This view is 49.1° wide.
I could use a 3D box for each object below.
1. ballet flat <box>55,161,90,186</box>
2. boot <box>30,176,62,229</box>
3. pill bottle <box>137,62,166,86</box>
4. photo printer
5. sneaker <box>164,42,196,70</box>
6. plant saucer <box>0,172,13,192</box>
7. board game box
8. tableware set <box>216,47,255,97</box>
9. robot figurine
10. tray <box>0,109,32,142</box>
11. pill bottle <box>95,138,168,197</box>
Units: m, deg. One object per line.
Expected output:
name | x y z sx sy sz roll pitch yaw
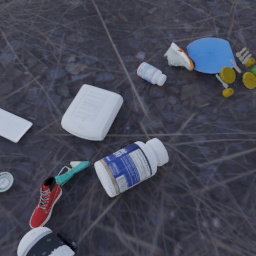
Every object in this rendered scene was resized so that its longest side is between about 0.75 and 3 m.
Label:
ballet flat | -2.079 1.536 10.312 1.416 0.477 0.498 -37 96 -21
boot | -2.833 2.449 9.301 0.591 1.177 1.631 17 57 12
pill bottle | 1.121 -2.493 13.084 1.276 0.694 0.694 34 61 21
photo printer | -1.505 -0.598 11.663 1.947 0.813 2.340 17 57 11
sneaker | 2.470 -3.235 13.532 0.937 0.771 2.037 -47 43 21
plant saucer | -4.558 1.999 10.215 0.779 0.196 0.779 0 55 1
board game box | 4.061 -3.451 13.902 2.098 0.517 2.655 -4 53 5
tableware set | 5.172 -2.417 13.003 2.615 0.401 1.761 -43 95 -22
robot figurine | -2.346 3.877 8.288 1.987 1.493 1.240 34 88 21
tray | -5.079 -0.116 11.692 2.010 0.223 1.079 22 57 15
pill bottle | 0.160 1.310 9.985 2.431 1.349 1.349 -25 59 -17
